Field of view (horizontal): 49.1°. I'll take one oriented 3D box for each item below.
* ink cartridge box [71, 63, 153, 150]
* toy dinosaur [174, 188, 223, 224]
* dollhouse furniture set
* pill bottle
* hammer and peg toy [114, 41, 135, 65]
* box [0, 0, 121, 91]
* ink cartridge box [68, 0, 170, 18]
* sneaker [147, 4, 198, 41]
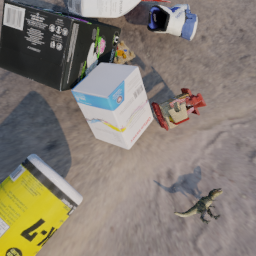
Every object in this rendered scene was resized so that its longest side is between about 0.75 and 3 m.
[{"bbox_3d":[-0.306,-0.536,6.745,1.172,1.606,1.178,15,52,36],"label":"ink cartridge box"},{"bbox_3d":[1.579,1.702,5.809,1.229,0.292,0.541,-22,54,-25],"label":"toy dinosaur"},{"bbox_3d":[1.279,-0.383,6.585,0.981,0.741,1.823,-25,12,-3],"label":"dollhouse furniture set"},{"bbox_3d":[-2.128,1.794,5.176,1.385,1.385,2.423,34,72,23],"label":"pill bottle"},{"bbox_3d":[-0.323,-2.518,9.052,0.755,0.362,1.026,-32,72,-22],"label":"hammer and peg toy"},{"bbox_3d":[-1.671,-2.163,7.412,1.955,1.636,2.632,22,21,16],"label":"box"},{"bbox_3d":[-0.397,-4.230,9.766,2.997,0.708,2.399,-4,25,-21],"label":"ink cartridge box"},{"bbox_3d":[1.261,-3.510,8.856,1.341,0.938,2.322,10,29,-10],"label":"sneaker"}]
